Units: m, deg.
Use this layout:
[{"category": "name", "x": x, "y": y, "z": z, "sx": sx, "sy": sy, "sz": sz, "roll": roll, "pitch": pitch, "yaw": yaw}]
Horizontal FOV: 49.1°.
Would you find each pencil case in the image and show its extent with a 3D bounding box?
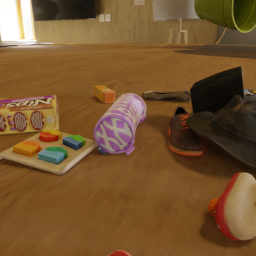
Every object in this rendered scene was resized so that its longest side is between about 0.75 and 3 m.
[{"category": "pencil case", "x": -0.090, "y": -0.203, "z": 7.504, "sx": 1.072, "sy": 1.053, "sz": 2.508, "roll": 34, "pitch": 24, "yaw": -4}]

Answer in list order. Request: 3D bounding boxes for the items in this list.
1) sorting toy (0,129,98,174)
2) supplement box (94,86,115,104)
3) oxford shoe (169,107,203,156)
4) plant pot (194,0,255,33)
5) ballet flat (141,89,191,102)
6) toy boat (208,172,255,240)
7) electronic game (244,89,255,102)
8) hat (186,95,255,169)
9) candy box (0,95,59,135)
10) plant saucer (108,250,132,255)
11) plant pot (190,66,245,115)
[{"category": "sorting toy", "x": -1.814, "y": 0.433, "z": 6.704, "sx": 1.893, "sy": 0.345, "sz": 1.752, "roll": 8, "pitch": 22, "yaw": 20}, {"category": "supplement box", "x": -0.975, "y": -1.399, "z": 11.477, "sx": 0.479, "sy": 0.464, "sz": 1.393, "roll": -9, "pitch": 23, "yaw": -24}, {"category": "oxford shoe", "x": 1.402, "y": 0.046, "z": 7.111, "sx": 0.767, "sy": 0.781, "sz": 2.154, "roll": -1, "pitch": 20, "yaw": -2}, {"category": "plant pot", "x": 2.625, "y": -3.398, "z": 7.493, "sx": 1.501, "sy": 1.501, "sz": 1.446, "roll": -14, "pitch": 28, "yaw": -34}, {"category": "ballet flat", "x": 1.551, "y": -1.369, "z": 11.369, "sx": 2.052, "sy": 0.476, "sz": 0.691, "roll": 6, "pitch": 21, "yaw": 15}, {"category": "toy boat", "x": 1.598, "y": 1.215, "z": 4.335, "sx": 0.750, "sy": 0.749, "sz": 1.147, "roll": -23, "pitch": 3, "yaw": 37}, {"category": "electronic game", "x": 4.320, "y": -1.092, "z": 10.484, "sx": 2.744, "sy": 0.571, "sz": 2.744, "roll": 0, "pitch": 21, "yaw": 0}, {"category": "hat", "x": 2.686, "y": -0.144, "z": 6.399, "sx": 2.569, "sy": 1.036, "sz": 2.569, "roll": 17, "pitch": 25, "yaw": -8}, {"category": "candy box", "x": -3.422, "y": -0.394, "z": 8.385, "sx": 2.599, "sy": 0.734, "sz": 1.516, "roll": -6, "pitch": 22, "yaw": -12}, {"category": "plant saucer", "x": -0.084, "y": 2.176, "z": 1.746, "sx": 2.979, "sy": 0.548, "sz": 2.985, "roll": 19, "pitch": 27, "yaw": 41}, {"category": "plant pot", "x": 2.758, "y": -0.821, "z": 8.505, "sx": 1.491, "sy": 1.680, "sz": 1.676, "roll": -6, "pitch": 17, "yaw": 24}]
